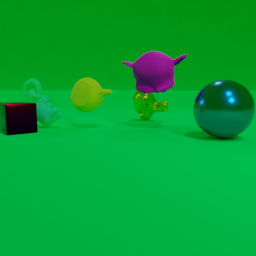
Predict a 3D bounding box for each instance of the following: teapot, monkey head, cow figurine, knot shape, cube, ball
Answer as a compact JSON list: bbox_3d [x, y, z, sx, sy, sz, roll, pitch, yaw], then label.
[{"bbox_3d":[-1.134,-0.903,7.936,1.544,0.960,0.756,-8,-8,31],"label":"teapot"},{"bbox_3d":[0.790,-1.539,7.725,1.832,1.104,1.318,0,11,27],"label":"monkey head"},{"bbox_3d":[0.751,-0.858,9.560,1.145,1.591,0.959,-7,44,1],"label":"monkey head"},{"bbox_3d":[-2.607,-0.374,8.007,1.105,1.088,0.607,42,-14,23],"label":"cow figurine"},{"bbox_3d":[-3.357,-1.092,10.500,0.620,1.255,1.341,-35,60,-25],"label":"knot shape"},{"bbox_3d":[-2.817,-0.268,7.152,0.756,0.756,0.756,-6,11,-37],"label":"cube"},{"bbox_3d":[2.114,-0.419,6.229,1.301,1.301,1.301,0,8,0],"label":"ball"}]
